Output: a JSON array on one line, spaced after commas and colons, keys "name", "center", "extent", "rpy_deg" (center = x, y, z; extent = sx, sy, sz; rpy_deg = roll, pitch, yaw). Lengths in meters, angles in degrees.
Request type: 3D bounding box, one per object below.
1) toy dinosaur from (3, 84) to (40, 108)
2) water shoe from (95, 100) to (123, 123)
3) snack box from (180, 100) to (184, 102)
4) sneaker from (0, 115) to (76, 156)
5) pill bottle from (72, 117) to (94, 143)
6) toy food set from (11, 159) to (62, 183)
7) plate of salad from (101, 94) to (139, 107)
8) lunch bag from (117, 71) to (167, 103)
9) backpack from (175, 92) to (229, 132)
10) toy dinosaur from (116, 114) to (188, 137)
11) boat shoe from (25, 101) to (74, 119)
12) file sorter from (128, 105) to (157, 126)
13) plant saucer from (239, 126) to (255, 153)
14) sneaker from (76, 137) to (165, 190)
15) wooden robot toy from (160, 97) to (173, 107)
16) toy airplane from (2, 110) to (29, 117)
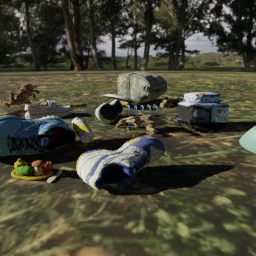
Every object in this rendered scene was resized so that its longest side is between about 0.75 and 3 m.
[{"name": "toy dinosaur", "center": [-5.283, -1.717, 14.067], "extent": [1.259, 1.857, 0.797], "rpy_deg": [35, -23, -15]}, {"name": "water shoe", "center": [-0.898, -0.575, 11.321], "extent": [0.862, 0.781, 2.184], "rpy_deg": [-22, 5, 23]}, {"name": "snack box", "center": [3.130, -1.308, 14.812], "extent": [0.531, 0.179, 1.476], "rpy_deg": [0, 14, -1]}, {"name": "sneaker", "center": [-2.528, 0.218, 7.302], "extent": [2.649, 1.038, 1.191], "rpy_deg": [-13, 23, -42]}, {"name": "pill bottle", "center": [-1.361, 0.045, 8.322], "extent": [0.432, 0.432, 0.828], "rpy_deg": [-10, 43, -35]}, {"name": "toy food set", "center": [-2.021, 0.842, 6.122], "extent": [1.129, 0.369, 0.664], "rpy_deg": [5, 15, 17]}, {"name": "plate of salad", "center": [-0.394, -1.314, 14.009], "extent": [1.951, 0.469, 1.951], "rpy_deg": [12, 1, 0]}, {"name": "lunch bag", "center": [0.825, -2.225, 15.288], "extent": [2.026, 1.683, 2.415], "rpy_deg": [5, 14, 33]}, {"name": "backpack", "center": [2.756, -0.636, 10.159], "extent": [1.679, 1.358, 1.763], "rpy_deg": [8, 11, -9]}, {"name": "toy dinosaur", "center": [0.739, -0.220, 9.521], "extent": [2.576, 0.750, 1.303], "rpy_deg": [4, 14, 14]}, {"name": "boat shoe", "center": [-3.338, -0.839, 11.974], "extent": [2.101, 0.691, 0.756], "rpy_deg": [-8, 17, -30]}, {"name": "file sorter", "center": [0.546, -0.514, 10.746], "extent": [1.123, 0.689, 0.779], "rpy_deg": [-1, 15, -4]}, {"name": "plant saucer", "center": [4.641, 0.318, 7.936], "extent": [2.735, 0.492, 2.735], "rpy_deg": [0, 14, 0]}, {"name": "sneaker", "center": [0.019, 0.800, 5.859], "extent": [2.063, 0.777, 0.909], "rpy_deg": [-16, 30, -26]}, {"name": "wooden robot toy", "center": [2.059, -1.299, 14.351], "extent": [0.495, 0.480, 1.090], "rpy_deg": [19, 21, 23]}, {"name": "toy airplane", "center": [-5.200, -0.333, 10.288], "extent": [2.969, 0.546, 2.969], "rpy_deg": [2, 19, -1]}]
